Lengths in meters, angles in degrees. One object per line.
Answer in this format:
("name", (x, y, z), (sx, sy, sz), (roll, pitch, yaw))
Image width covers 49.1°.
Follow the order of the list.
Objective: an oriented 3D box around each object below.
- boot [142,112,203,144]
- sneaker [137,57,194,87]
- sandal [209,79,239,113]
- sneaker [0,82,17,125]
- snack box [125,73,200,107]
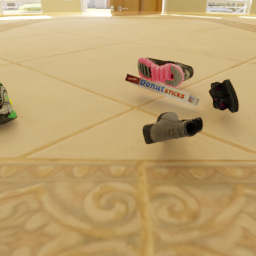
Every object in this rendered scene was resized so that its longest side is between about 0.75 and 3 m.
("boot", (1.366, -0.039, 7.386), (1.330, 0.705, 2.020), (-9, 14, 30))
("sneaker", (1.597, -2.504, 12.097), (1.371, 1.136, 2.875), (-25, 35, -31))
("sandal", (3.001, -0.986, 9.202), (0.675, 1.060, 2.821), (-19, 5, 9))
("sneaker", (-4.237, -0.794, 8.948), (0.948, 1.035, 2.429), (-22, 35, -18))
("snack box", (1.191, -1.391, 10.148), (2.700, 0.328, 0.971), (25, 8, 33))
